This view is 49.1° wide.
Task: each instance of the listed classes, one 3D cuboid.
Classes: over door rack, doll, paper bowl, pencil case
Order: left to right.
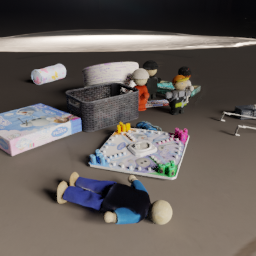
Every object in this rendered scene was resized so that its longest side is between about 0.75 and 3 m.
[{"bbox_3d":[-5.243,-3.611,18.654,1.085,0.994,2.392,25,33,21],"label":"pencil case"},{"bbox_3d":[-0.852,-2.470,14.753,2.989,1.554,2.989,-7,4,0],"label":"paper bowl"},{"bbox_3d":[-0.266,1.725,6.973,2.803,0.679,1.913,10,22,21],"label":"doll"},{"bbox_3d":[5.288,-0.360,11.617,2.320,0.773,1.714,-1,23,-2],"label":"over door rack"}]

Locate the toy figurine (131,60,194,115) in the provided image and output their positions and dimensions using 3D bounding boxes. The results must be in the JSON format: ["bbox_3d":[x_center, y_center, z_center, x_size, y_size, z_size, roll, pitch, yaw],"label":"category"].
[{"bbox_3d":[1.745,-2.115,13.960,2.927,2.068,2.973,9,25,19],"label":"toy figurine"}]

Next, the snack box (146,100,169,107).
[{"bbox_3d":[1.382,-1.253,14.361,1.375,0.167,0.494,-5,24,-12],"label":"snack box"}]

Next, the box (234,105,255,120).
[{"bbox_3d":[5.417,-0.723,12.788,0.868,0.465,0.645,-3,24,-8],"label":"box"}]

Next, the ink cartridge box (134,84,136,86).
[{"bbox_3d":[0.253,-2.825,17.556,0.790,0.463,1.094,-10,25,-21],"label":"ink cartridge box"}]

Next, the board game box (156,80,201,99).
[{"bbox_3d":[2.744,-2.330,16.555,2.625,0.370,1.775,14,27,28],"label":"board game box"}]

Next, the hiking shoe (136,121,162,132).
[{"bbox_3d":[0.760,0.030,11.117,1.176,0.437,0.510,15,28,32],"label":"hiking shoe"}]

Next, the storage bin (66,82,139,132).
[{"bbox_3d":[-1.090,-1.005,12.379,2.857,1.340,1.932,-16,28,-34],"label":"storage bin"}]

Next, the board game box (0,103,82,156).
[{"bbox_3d":[-3.922,-0.103,11.090,2.967,0.644,2.953,19,30,39],"label":"board game box"}]

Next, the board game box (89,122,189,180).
[{"bbox_3d":[0.483,0.606,9.499,2.787,0.360,2.786,6,27,19],"label":"board game box"}]
